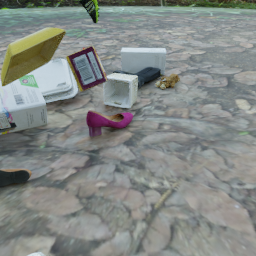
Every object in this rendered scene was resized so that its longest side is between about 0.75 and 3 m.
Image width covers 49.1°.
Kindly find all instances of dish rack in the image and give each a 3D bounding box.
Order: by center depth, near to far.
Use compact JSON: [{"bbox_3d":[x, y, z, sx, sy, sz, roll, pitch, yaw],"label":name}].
[{"bbox_3d":[-3.644,-2.036,11.829,2.749,0.598,2.359,-14,54,-7],"label":"dish rack"}]

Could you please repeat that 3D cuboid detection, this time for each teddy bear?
[{"bbox_3d":[1.907,-2.180,13.441,0.929,0.428,1.281,11,38,34],"label":"teddy bear"}]

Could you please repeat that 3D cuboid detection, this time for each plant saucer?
[{"bbox_3d":[-2.879,-2.148,8.131,1.875,0.454,1.875,-43,7,-35],"label":"plant saucer"}]

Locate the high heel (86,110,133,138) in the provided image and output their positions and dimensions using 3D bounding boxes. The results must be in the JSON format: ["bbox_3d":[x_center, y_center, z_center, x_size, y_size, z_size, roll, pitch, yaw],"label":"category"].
[{"bbox_3d":[-0.550,-0.411,9.611,0.669,0.954,1.984,24,37,36],"label":"high heel"}]

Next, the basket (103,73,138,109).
[{"bbox_3d":[-0.285,-1.572,11.456,1.193,1.204,0.969,11,29,18],"label":"basket"}]

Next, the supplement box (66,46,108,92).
[{"bbox_3d":[-0.818,-1.224,5.855,0.588,0.746,1.139,-22,13,1],"label":"supplement box"}]

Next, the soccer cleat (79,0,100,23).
[{"bbox_3d":[-0.974,-3.119,7.076,0.439,1.082,0.365,2,63,5],"label":"soccer cleat"}]

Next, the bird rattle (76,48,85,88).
[{"bbox_3d":[-2.417,-2.514,13.034,2.333,1.314,1.902,-15,54,6],"label":"bird rattle"}]

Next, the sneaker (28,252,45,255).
[{"bbox_3d":[-1.379,2.463,4.771,1.781,0.660,0.788,0,32,-1],"label":"sneaker"}]

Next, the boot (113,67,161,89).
[{"bbox_3d":[0.473,-2.672,13.894,1.663,0.662,2.017,30,44,22],"label":"boot"}]

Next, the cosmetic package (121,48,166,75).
[{"bbox_3d":[0.816,-3.566,14.961,2.348,1.263,0.996,3,29,3],"label":"cosmetic package"}]

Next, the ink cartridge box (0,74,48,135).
[{"bbox_3d":[-4.306,-0.784,9.733,2.525,1.060,1.829,-14,50,-24],"label":"ink cartridge box"}]

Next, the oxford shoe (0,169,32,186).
[{"bbox_3d":[-3.137,1.262,7.309,1.229,0.438,0.438,0,3,-3],"label":"oxford shoe"}]
